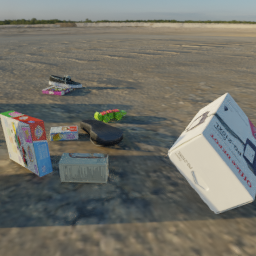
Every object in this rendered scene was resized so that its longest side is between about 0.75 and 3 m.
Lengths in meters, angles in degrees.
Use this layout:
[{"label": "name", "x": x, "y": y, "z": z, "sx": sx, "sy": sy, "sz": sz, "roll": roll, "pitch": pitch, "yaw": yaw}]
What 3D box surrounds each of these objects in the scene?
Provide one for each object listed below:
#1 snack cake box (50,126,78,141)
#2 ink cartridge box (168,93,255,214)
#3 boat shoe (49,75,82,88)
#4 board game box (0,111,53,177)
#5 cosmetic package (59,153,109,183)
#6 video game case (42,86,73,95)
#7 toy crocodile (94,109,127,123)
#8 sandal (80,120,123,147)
[{"label": "snack cake box", "x": -1.803, "y": 0.146, "z": 7.951, "sx": 0.760, "sy": 0.255, "sz": 0.437, "roll": -4, "pitch": 21, "yaw": -9}, {"label": "ink cartridge box", "x": 1.807, "y": 0.392, "z": 5.365, "sx": 0.831, "sy": 1.426, "sz": 1.970, "roll": -38, "pitch": 2, "yaw": 41}, {"label": "boat shoe", "x": -2.919, "y": -2.213, "z": 13.158, "sx": 1.543, "sy": 0.527, "sz": 0.570, "roll": 9, "pitch": 15, "yaw": 3}, {"label": "board game box", "x": -2.275, "y": 0.301, "z": 6.192, "sx": 0.308, "sy": 1.168, "sz": 1.527, "roll": -21, "pitch": 25, "yaw": -40}, {"label": "cosmetic package", "x": -0.913, "y": 0.836, "z": 5.914, "sx": 0.977, "sy": 0.505, "sz": 0.426, "roll": 2, "pitch": 29, "yaw": 1}, {"label": "video game case", "x": -3.142, "y": -1.680, "z": 12.492, "sx": 1.010, "sy": 0.181, "sz": 0.915, "roll": 8, "pitch": 24, "yaw": 20}, {"label": "toy crocodile", "x": -0.571, "y": -0.443, "z": 9.248, "sx": 1.166, "sy": 0.360, "sz": 0.394, "roll": -13, "pitch": 26, "yaw": -29}, {"label": "sandal", "x": -0.741, "y": 0.178, "z": 7.760, "sx": 0.843, "sy": 0.475, "sz": 2.217, "roll": -1, "pitch": 12, "yaw": -21}]
